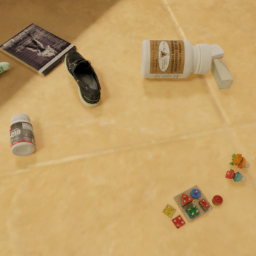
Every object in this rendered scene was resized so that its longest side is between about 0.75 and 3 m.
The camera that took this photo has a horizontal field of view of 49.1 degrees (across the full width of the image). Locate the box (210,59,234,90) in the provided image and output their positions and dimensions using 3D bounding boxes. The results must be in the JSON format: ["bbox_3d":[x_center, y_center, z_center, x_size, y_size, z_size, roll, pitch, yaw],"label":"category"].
[{"bbox_3d":[4.056,-2.345,12.160,0.497,0.607,1.279,-7,58,-5],"label":"box"}]

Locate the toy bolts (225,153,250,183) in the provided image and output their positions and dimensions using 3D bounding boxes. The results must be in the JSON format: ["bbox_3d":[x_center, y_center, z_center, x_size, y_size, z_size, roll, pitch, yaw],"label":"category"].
[{"bbox_3d":[3.871,1.396,9.610,0.665,0.916,0.959,22,77,7],"label":"toy bolts"}]

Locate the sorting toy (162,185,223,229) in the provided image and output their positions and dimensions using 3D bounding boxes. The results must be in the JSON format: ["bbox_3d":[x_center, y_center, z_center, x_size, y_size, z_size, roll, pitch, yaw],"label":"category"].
[{"bbox_3d":[2.092,2.449,9.159,1.959,0.331,0.944,-24,60,-15],"label":"sorting toy"}]

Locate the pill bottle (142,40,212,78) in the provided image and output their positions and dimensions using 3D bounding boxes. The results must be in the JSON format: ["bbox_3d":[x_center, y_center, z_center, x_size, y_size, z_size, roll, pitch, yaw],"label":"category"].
[{"bbox_3d":[2.000,-2.930,11.928,2.797,1.599,1.599,0,57,0],"label":"pill bottle"}]

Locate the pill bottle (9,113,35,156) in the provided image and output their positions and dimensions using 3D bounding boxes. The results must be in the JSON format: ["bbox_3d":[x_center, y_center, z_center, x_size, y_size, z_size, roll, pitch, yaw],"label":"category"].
[{"bbox_3d":[-3.917,0.228,10.322,0.825,0.825,1.448,-14,57,-9],"label":"pill bottle"}]

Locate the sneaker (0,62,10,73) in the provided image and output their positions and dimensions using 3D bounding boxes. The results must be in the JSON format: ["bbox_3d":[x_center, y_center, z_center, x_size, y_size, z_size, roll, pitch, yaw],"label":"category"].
[{"bbox_3d":[-5.731,-2.448,12.316,1.169,0.430,0.689,-18,52,0],"label":"sneaker"}]

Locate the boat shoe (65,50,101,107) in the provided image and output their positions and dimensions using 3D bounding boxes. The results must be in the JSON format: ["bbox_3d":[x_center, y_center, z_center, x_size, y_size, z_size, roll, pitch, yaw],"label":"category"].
[{"bbox_3d":[-1.850,-2.330,11.690,1.116,0.991,2.987,-6,59,-26],"label":"boat shoe"}]

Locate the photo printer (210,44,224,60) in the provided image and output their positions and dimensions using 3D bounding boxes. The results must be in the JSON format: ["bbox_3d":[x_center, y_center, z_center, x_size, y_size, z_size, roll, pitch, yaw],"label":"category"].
[{"bbox_3d":[3.978,-3.546,13.111,0.922,0.320,0.767,-18,57,-12],"label":"photo printer"}]

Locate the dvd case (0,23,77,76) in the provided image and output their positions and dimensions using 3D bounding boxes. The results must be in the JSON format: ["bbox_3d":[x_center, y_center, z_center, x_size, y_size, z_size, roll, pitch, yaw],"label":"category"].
[{"bbox_3d":[-4.274,-3.795,13.325,2.991,0.239,2.224,31,62,19],"label":"dvd case"}]
